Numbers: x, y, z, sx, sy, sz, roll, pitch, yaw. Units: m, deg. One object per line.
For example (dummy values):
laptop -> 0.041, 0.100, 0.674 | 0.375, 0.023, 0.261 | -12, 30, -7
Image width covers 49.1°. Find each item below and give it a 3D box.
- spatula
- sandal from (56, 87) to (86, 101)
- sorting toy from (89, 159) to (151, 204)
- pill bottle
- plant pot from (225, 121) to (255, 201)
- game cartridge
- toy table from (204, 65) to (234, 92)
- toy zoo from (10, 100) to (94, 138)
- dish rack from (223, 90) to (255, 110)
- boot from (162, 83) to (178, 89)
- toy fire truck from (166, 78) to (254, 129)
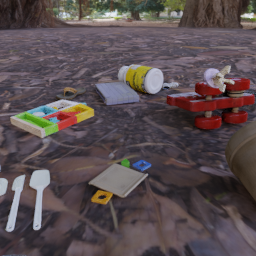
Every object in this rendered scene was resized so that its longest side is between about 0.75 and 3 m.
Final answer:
spatula -> -2.558, 1.647, 6.477 | 1.452, 0.168, 2.089 | -5, 25, -12
sandal -> -2.696, -1.725, 13.300 | 0.769, 0.514, 1.882 | 16, 30, 31
sorting toy -> -0.236, 1.344, 7.014 | 1.154, 0.279, 2.049 | 11, 27, 32
pill bottle -> 0.573, -2.533, 14.197 | 1.252, 1.252, 2.249 | -21, 30, -38
plant pot -> 3.322, 0.990, 6.177 | 1.942, 1.942, 1.685 | 0, 40, 1
game cartridge -> -0.565, -1.673, 13.346 | 1.577, 0.467, 2.433 | -4, 25, -18
toy table -> 2.719, -1.462, 8.320 | 0.855, 0.786, 0.501 | 1, 7, -35
toy zoo -> -2.727, -0.525, 10.962 | 1.942, 0.303, 2.960 | 19, 31, 35
dish rack -> 4.978, -1.236, 12.285 | 2.013, 0.549, 1.544 | 0, 26, -4
boot -> 2.202, -2.147, 14.555 | 0.829, 0.305, 0.396 | -3, 33, 8
toy fire truck -> 3.186, -1.108, 10.790 | 2.824, 1.583, 2.371 | -10, 19, -18
